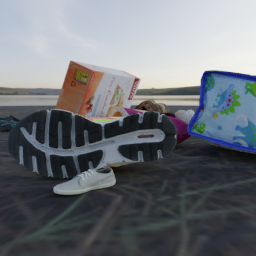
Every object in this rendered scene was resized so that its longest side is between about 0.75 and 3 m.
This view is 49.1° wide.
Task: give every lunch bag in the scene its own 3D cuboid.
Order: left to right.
[{"bbox_3d":[2.714,-0.195,5.396,2.507,1.598,2.132,19,10,27],"label":"lunch bag"}]

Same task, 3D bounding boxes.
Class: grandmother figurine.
[{"bbox_3d":[1.060,-0.324,9.999,2.648,0.802,1.606,-2,17,6],"label":"grandmother figurine"}]

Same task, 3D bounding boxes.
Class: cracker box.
[{"bbox_3d":[-0.817,-0.791,8.213,0.820,1.905,2.844,28,17,21],"label":"cracker box"}]

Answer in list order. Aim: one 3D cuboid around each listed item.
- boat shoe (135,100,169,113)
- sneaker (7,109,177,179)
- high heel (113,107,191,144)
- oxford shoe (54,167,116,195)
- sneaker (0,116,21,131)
[{"bbox_3d":[0.781,-0.684,12.154,0.939,1.001,2.780,-8,9,-17],"label":"boat shoe"},{"bbox_3d":[-0.539,0.257,4.298,2.402,0.939,1.085,1,-6,-8],"label":"sneaker"},{"bbox_3d":[0.532,-0.095,7.272,1.214,0.853,2.531,-1,5,-29],"label":"high heel"},{"bbox_3d":[-0.504,0.621,3.335,0.800,0.231,0.301,-7,12,-35],"label":"oxford shoe"},{"bbox_3d":[-3.874,-0.158,9.511,1.298,0.514,0.489,-1,4,-20],"label":"sneaker"}]
